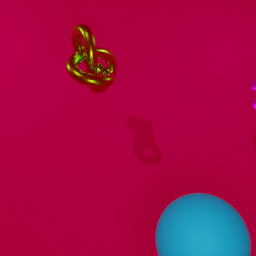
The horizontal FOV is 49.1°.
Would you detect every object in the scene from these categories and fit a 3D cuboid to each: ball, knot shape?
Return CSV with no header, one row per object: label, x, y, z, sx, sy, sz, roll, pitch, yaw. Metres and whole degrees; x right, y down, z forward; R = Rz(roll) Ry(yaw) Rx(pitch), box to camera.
ball,1.026,1.566,3.921,1.273,1.273,1.273,0,73,0
knot shape,-0.744,-1.376,5.550,0.671,1.453,1.360,-23,95,17

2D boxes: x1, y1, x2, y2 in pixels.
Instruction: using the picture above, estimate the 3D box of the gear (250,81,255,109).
gear,3.455,-0.770,5.771,1.698,0.314,1.698,2,96,22
